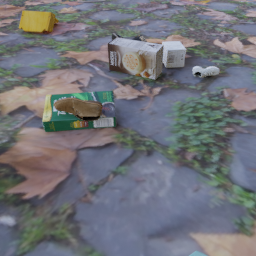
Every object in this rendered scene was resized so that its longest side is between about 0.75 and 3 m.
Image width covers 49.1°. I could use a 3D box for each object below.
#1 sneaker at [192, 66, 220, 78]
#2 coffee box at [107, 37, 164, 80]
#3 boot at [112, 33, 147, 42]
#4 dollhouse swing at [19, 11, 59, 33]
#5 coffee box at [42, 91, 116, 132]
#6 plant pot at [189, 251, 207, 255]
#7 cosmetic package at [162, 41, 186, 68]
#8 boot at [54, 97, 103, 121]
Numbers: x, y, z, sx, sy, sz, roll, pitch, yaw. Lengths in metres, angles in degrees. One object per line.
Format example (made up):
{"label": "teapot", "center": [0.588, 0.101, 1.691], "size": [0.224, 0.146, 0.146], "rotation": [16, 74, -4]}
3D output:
{"label": "sneaker", "center": [3.207, -2.244, 11.541], "size": [1.111, 0.421, 0.511], "rotation": [4, 45, 17]}
{"label": "coffee box", "center": [0.309, -2.916, 11.679], "size": [2.159, 1.235, 0.861], "rotation": [16, 42, 21]}
{"label": "boot", "center": [0.055, -4.308, 13.960], "size": [1.279, 0.622, 1.699], "rotation": [-21, 46, -24]}
{"label": "dollhouse swing", "center": [-5.105, -6.014, 16.434], "size": [1.753, 1.541, 1.593], "rotation": [7, 80, 8]}
{"label": "coffee box", "center": [-1.560, -0.575, 9.125], "size": [2.282, 0.502, 1.403], "rotation": [-4, 45, -4]}
{"label": "plant pot", "center": [1.373, 2.761, 4.697], "size": [0.836, 0.836, 1.183], "rotation": [-21, 36, -25]}
{"label": "cosmetic package", "center": [2.000, -3.283, 12.461], "size": [0.837, 0.842, 1.006], "rotation": [-5, 38, -6]}
{"label": "boot", "center": [-1.523, -0.543, 8.414], "size": [1.470, 0.541, 0.555], "rotation": [4, 56, -1]}
